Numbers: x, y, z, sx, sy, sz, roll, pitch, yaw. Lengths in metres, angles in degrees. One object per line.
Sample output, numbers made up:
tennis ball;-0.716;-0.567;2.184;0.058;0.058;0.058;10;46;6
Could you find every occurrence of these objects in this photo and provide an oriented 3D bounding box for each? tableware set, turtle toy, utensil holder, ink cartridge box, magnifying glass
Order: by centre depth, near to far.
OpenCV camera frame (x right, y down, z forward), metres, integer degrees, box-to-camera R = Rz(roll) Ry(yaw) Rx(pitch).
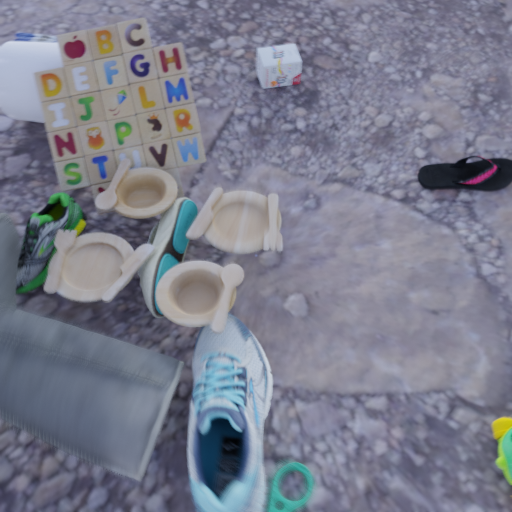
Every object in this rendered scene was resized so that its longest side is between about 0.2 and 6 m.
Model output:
turtle toy;4.362;2.865;7.983;1.863;0.942;1.358;-4;59;-3
magnifying glass;0.295;3.614;7.995;0.574;0.161;1.442;33;65;18
tableware set;-1.492;-0.279;9.552;3.822;0.443;3.192;14;53;9
utensil holder;-4.050;-3.514;11.509;1.983;1.685;1.685;5;59;7
ink cartridge box;0.493;-4.230;12.504;0.890;0.647;0.644;-10;59;-6

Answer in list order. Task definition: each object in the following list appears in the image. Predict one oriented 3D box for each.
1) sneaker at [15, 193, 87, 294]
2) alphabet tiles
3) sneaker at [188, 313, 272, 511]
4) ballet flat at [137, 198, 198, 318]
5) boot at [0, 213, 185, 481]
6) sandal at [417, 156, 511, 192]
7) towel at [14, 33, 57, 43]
sneaker;-3.897;-0.256;9.895;0.815;0.889;2.088;15;61;20
alphabet tiles;-2.556;-2.616;10.594;2.832;0.108;3.404;-12;95;-1
sneaker;-0.376;2.194;8.074;1.269;1.412;3.270;-6;58;1
ballet flat;-1.656;0.020;9.930;0.838;0.838;2.413;10;57;6
boot;-2.949;1.181;8.454;3.837;1.392;3.489;13;58;0
sandal;4.222;-1.656;11.044;1.996;0.450;0.750;-4;59;-3
towel;-4.018;-4.361;12.162;1.958;1.438;0.233;4;81;4
